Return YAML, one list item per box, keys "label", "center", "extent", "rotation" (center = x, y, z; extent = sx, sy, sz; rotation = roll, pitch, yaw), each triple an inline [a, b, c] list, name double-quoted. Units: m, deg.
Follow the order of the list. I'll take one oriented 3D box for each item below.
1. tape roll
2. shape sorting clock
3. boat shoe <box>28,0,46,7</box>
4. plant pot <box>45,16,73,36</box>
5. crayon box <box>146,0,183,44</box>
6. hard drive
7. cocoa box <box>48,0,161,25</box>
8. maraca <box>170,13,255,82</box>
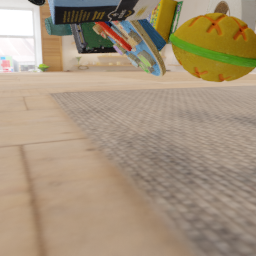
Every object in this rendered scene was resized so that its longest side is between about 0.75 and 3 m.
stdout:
- label: "tape roll"
  center: [2.925, -3.032, 8.308]
  extent: [0.465, 2.547, 2.547]
  rotation: [-1, 14, -6]
- label: "shape sorting clock"
  center: [-0.396, -1.974, 5.113]
  extent: [0.570, 2.906, 2.906]
  rotation: [-45, 21, -2]
- label: "boat shoe"
  center: [-3.127, -4.272, 8.737]
  extent: [1.225, 0.457, 0.381]
  rotation: [38, 6, -16]
- label: "plant pot"
  center: [-2.581, -3.808, 10.341]
  extent: [0.837, 0.891, 0.891]
  rotation: [-20, 21, -25]
- label: "crayon box"
  center: [0.990, -3.582, 9.433]
  extent: [0.548, 1.337, 2.126]
  rotation: [7, 16, -20]
- label: "hard drive"
  center: [-0.534, -2.525, 6.971]
  extent: [1.878, 1.312, 0.355]
  rotation: [-15, -1, -39]
- label: "cocoa box"
  center: [-0.187, -1.824, 2.451]
  extent: [1.184, 1.203, 1.804]
  rotation: [-10, 2, -15]
- label: "maraca"
  center: [1.592, -1.213, 4.440]
  extent: [1.910, 1.022, 1.309]
  rotation: [14, 31, 1]
